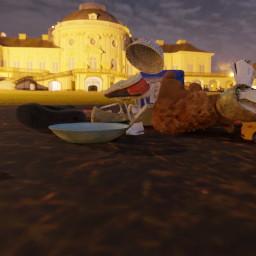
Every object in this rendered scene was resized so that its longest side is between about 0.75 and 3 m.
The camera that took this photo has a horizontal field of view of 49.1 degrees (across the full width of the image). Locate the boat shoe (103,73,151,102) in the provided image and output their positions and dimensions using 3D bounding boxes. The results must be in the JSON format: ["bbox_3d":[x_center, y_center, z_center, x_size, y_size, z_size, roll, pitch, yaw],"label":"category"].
[{"bbox_3d":[-0.083,-1.066,8.196,0.712,0.626,2.001,-47,21,-25],"label":"boat shoe"}]

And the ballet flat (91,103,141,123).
[{"bbox_3d":[-0.139,-0.533,10.704,2.536,0.896,0.896,-1,6,-9],"label":"ballet flat"}]

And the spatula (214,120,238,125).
[{"bbox_3d":[3.526,-0.288,10.609,2.928,0.301,0.827,-2,-16,12],"label":"spatula"}]

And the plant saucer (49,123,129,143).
[{"bbox_3d":[-0.917,0.116,6.725,1.906,0.367,1.906,1,7,0],"label":"plant saucer"}]

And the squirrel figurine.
[{"bbox_3d":[1.994,-0.479,8.149,2.349,1.781,2.517,12,23,14],"label":"squirrel figurine"}]

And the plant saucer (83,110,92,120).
[{"bbox_3d":[-2.891,-0.585,13.054,2.849,0.460,2.849,0,7,0],"label":"plant saucer"}]

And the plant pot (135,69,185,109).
[{"bbox_3d":[1.707,-1.914,15.714,2.676,2.676,2.406,3,12,17],"label":"plant pot"}]

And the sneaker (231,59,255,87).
[{"bbox_3d":[3.815,-1.659,9.095,0.670,1.665,0.636,-15,-43,23],"label":"sneaker"}]

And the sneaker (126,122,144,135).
[{"bbox_3d":[0.181,0.029,7.779,0.307,0.324,0.804,5,9,27],"label":"sneaker"}]

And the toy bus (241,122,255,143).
[{"bbox_3d":[3.495,-0.014,6.092,1.852,0.725,0.603,3,6,13],"label":"toy bus"}]

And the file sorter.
[{"bbox_3d":[1.012,-0.917,10.186,1.901,1.184,1.319,-3,-26,-29],"label":"file sorter"}]

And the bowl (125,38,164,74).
[{"bbox_3d":[0.650,-2.459,9.110,1.376,0.646,1.376,22,-22,9],"label":"bowl"}]

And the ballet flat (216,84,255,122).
[{"bbox_3d":[3.661,-0.426,6.739,2.925,1.034,1.034,13,6,1],"label":"ballet flat"}]

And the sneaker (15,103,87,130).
[{"bbox_3d":[-2.488,-0.371,9.273,2.235,0.855,1.280,2,4,-10],"label":"sneaker"}]

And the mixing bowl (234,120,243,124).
[{"bbox_3d":[5.507,-0.931,11.807,2.623,1.421,2.623,-1,6,0],"label":"mixing bowl"}]
